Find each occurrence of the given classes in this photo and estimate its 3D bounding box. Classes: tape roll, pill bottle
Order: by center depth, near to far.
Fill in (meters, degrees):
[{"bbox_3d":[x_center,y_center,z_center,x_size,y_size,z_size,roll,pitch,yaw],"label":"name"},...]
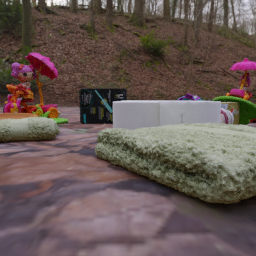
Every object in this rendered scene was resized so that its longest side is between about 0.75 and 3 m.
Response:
[{"bbox_3d":[0.815,-0.187,6.113,2.336,0.817,2.336,1,5,0],"label":"tape roll"},{"bbox_3d":[2.258,-0.199,7.147,0.633,0.633,1.109,4,7,38],"label":"pill bottle"}]

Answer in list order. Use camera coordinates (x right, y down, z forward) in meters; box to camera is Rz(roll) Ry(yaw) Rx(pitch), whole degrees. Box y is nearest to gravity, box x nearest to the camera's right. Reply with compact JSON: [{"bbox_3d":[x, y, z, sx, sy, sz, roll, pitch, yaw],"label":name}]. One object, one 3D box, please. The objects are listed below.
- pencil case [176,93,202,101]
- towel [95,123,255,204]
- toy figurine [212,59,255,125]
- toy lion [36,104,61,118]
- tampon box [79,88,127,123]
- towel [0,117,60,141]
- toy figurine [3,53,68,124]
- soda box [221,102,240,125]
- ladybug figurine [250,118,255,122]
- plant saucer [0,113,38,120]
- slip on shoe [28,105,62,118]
[{"bbox_3d":[2.473,-0.820,11.306,1.022,1.110,2.402,22,13,14],"label":"pencil case"},{"bbox_3d":[0.862,0.221,3.422,2.017,0.496,2.718,-4,6,-25],"label":"towel"},{"bbox_3d":[3.692,-1.251,8.971,1.441,1.767,1.920,14,-16,32],"label":"toy figurine"},{"bbox_3d":[-3.557,-0.730,12.147,1.075,0.385,1.121,27,9,5],"label":"toy lion"},{"bbox_3d":[-0.968,-0.847,10.645,1.708,1.280,1.078,-1,5,-12],"label":"tampon box"},{"bbox_3d":[-2.534,-0.025,6.448,1.740,0.428,2.345,-3,6,-19],"label":"towel"},{"bbox_3d":[-3.536,-1.427,10.159,2.078,2.548,2.768,5,8,41],"label":"toy figurine"},{"bbox_3d":[2.054,-0.408,8.631,2.465,0.789,0.835,5,8,40],"label":"soda box"},{"bbox_3d":[4.910,-0.535,10.860,1.732,0.623,1.176,0,5,3],"label":"ladybug figurine"},{"bbox_3d":[-3.466,-0.210,8.304,1.877,0.351,1.877,2,9,0],"label":"plant saucer"},{"bbox_3d":[-3.926,-0.741,13.021,0.798,0.636,2.099,4,7,36],"label":"slip on shoe"}]
